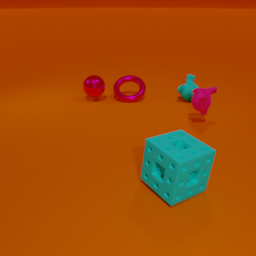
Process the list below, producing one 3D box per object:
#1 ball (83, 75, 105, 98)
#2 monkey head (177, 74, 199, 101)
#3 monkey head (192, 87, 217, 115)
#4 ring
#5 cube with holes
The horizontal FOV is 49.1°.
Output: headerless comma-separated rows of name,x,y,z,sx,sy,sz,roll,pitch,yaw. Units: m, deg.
ball,-1.295,-1.592,10.720,0.857,0.857,0.857,0,26,0
monkey head,2.426,-1.541,10.734,1.364,0.981,0.822,9,12,-19
monkey head,2.400,-0.895,8.713,0.851,1.183,0.713,-15,64,11
ring,0.061,-1.548,10.955,1.286,0.257,1.286,-1,58,2
cube with holes,0.994,0.765,5.753,0.989,0.989,0.989,-13,32,-32
